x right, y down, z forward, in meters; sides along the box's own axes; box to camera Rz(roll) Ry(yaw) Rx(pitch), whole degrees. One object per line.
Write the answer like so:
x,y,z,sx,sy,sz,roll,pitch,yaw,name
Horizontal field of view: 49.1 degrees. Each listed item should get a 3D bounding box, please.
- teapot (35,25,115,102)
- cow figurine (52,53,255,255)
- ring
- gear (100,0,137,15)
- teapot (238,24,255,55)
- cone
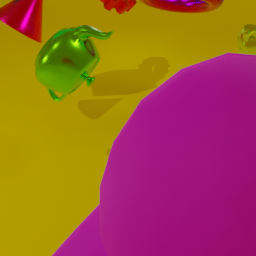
-0.867,-1.044,4.478,0.872,1.781,1.107,41,38,-4,teapot
0.391,0.428,0.940,1.747,1.719,0.959,-44,71,11,cow figurine
0.879,-2.302,4.856,1.540,0.308,1.540,8,12,-2,ring
-0.532,-3.890,7.365,1.832,0.339,1.832,23,52,-34,gear
2.845,-1.946,6.303,0.657,0.834,1.342,2,-9,31,teapot
-1.995,-2.495,5.715,1.059,1.063,1.059,32,11,-7,cone
